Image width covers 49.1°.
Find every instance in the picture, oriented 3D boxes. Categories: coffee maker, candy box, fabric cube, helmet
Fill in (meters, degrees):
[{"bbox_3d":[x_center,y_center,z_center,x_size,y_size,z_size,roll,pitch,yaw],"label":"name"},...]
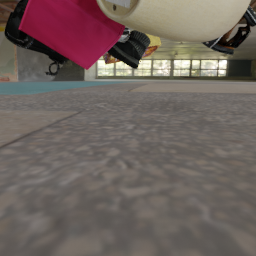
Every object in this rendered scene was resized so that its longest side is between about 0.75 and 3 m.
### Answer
[{"bbox_3d":[-2.716,-2.798,8.974,1.367,1.949,2.030,5,3,24],"label":"coffee maker"},{"bbox_3d":[0.105,-2.845,10.055,1.901,0.537,1.109,-14,-5,-18],"label":"candy box"},{"bbox_3d":[-1.127,-2.969,6.726,1.958,1.964,1.927,28,-25,-22],"label":"fabric cube"},{"bbox_3d":[3.092,-3.480,9.219,1.851,1.942,1.942,14,5,-26],"label":"helmet"}]

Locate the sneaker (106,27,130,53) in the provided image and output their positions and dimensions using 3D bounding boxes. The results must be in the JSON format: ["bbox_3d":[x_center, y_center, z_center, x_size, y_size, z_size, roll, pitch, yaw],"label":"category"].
[{"bbox_3d":[-0.909,-2.752,8.853,2.046,0.818,0.754,13,49,17],"label":"sneaker"}]

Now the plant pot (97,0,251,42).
[{"bbox_3d":[0.685,-2.624,5.086,2.332,2.332,2.490,11,26,43],"label":"plant pot"}]

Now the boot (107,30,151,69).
[{"bbox_3d":[-0.049,-2.458,8.078,1.363,1.019,0.513,29,-14,-28],"label":"boot"}]
